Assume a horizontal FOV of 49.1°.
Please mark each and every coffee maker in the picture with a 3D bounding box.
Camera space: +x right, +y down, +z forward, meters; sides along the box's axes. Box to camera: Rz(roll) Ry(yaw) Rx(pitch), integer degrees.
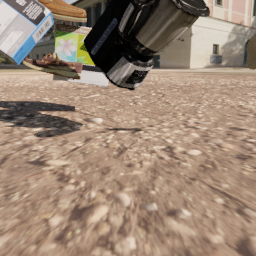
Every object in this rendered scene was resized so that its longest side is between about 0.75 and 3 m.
[{"bbox_3d":[0.250,-2.588,6.621,1.733,2.472,2.573,15,-39,-33],"label":"coffee maker"}]

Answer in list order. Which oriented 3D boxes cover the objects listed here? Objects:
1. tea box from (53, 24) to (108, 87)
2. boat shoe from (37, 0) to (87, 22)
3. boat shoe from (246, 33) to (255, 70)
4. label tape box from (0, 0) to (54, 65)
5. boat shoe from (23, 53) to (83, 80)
[{"bbox_3d":[-1.578,-2.596,10.003,1.927,1.896,1.288,5,17,-7],"label":"tea box"},{"bbox_3d":[-2.628,-4.053,8.808,2.806,0.954,1.010,13,20,-3],"label":"boat shoe"},{"bbox_3d":[2.683,-1.650,5.820,0.335,0.923,0.289,27,62,28],"label":"boat shoe"},{"bbox_3d":[-3.335,-2.973,7.290,2.220,1.590,0.734,37,-8,-5],"label":"label tape box"},{"bbox_3d":[-2.410,-2.093,9.085,1.928,0.694,0.696,14,8,5],"label":"boat shoe"}]
